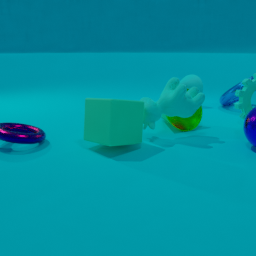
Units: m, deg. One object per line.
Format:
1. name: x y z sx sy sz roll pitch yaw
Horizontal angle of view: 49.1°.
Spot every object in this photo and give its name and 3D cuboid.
1. ring: -2.669 0.119 6.878 1.277 0.255 1.277 12 9 -2
2. cone: 1.356 -0.445 8.606 1.298 1.298 1.303 -8 -6 -24
3. ring: 4.408 -1.439 10.778 1.887 0.377 1.887 -25 -13 -6
4. cow figurine: 1.045 -0.520 7.160 1.497 1.473 0.822 18 26 -29
5. cone: 2.133 -1.572 10.815 1.116 1.116 1.120 15 11 41
6. gear: 3.979 -0.828 8.257 1.576 1.576 0.292 0 9 0
7. ball: 3.238 -0.025 6.409 1.111 1.111 1.111 0 17 0
8. cube: -0.336 -0.165 6.573 1.010 1.010 1.010 -1 7 -44
